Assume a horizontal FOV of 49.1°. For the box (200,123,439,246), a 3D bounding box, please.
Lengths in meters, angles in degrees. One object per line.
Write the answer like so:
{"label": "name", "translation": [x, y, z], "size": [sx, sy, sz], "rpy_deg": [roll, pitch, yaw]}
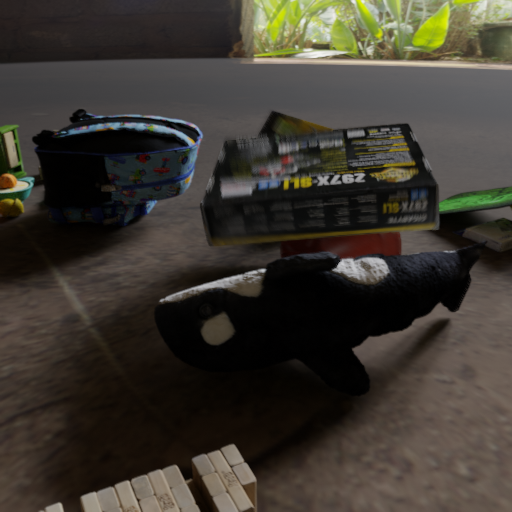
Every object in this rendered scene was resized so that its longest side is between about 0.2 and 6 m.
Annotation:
{"label": "box", "translation": [0.920, -1.156, 8.480], "size": [3.149, 0.777, 2.514], "rpy_deg": [-4, 32, 7]}

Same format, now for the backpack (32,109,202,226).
{"label": "backpack", "translation": [-2.643, -1.861, 11.669], "size": [3.043, 2.047, 2.778], "rpy_deg": [0, 24, 1]}

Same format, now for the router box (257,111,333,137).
{"label": "router box", "translation": [0.697, -1.411, 10.289], "size": [1.888, 0.627, 2.401], "rpy_deg": [20, 61, 12]}

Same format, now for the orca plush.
{"label": "orca plush", "translation": [1.043, 0.966, 6.916], "size": [4.342, 1.543, 2.284], "rpy_deg": [-3, -19, -31]}

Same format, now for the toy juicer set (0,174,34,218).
{"label": "toy juicer set", "translation": [-5.348, -1.401, 12.341], "size": [2.500, 0.680, 1.590], "rpy_deg": [-19, 30, -36]}

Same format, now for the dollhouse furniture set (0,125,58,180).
{"label": "dollhouse furniture set", "translation": [-4.761, -2.544, 14.094], "size": [3.412, 1.317, 1.705], "rpy_deg": [3, 25, 7]}

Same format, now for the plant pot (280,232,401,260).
{"label": "plant pot", "translation": [1.216, -0.104, 8.565], "size": [1.385, 1.424, 1.424], "rpy_deg": [-19, 31, -35]}

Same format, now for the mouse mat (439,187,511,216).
{"label": "mouse mat", "translation": [4.814, -1.183, 11.518], "size": [2.574, 0.097, 2.071], "rpy_deg": [-6, 14, 46]}

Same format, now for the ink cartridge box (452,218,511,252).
{"label": "ink cartridge box", "translation": [4.613, -0.471, 10.821], "size": [1.135, 0.231, 1.137], "rpy_deg": [-15, 28, -29]}

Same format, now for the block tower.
{"label": "block tower", "translation": [-1.204, 2.265, 4.166], "size": [2.595, 0.750, 0.701], "rpy_deg": [-13, 27, -24]}

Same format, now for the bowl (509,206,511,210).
{"label": "bowl", "translation": [5.770, -0.960, 11.124], "size": [1.353, 0.728, 1.353], "rpy_deg": [-16, 9, 3]}
